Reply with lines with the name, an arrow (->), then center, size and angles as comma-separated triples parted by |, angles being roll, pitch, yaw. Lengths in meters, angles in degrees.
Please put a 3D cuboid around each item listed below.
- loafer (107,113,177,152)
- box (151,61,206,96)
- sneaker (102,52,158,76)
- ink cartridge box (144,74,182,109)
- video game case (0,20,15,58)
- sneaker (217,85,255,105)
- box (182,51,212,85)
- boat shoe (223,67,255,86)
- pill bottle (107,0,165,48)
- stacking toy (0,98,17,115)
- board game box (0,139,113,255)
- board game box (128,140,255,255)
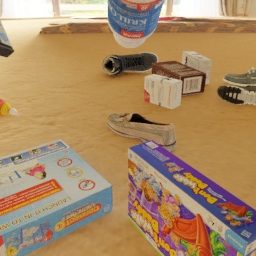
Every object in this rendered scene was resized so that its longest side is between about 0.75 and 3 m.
loafer -> 0.326, -0.098, 7.231 | 2.221, 0.698, 0.799 | 23, 35, 39
box -> 1.889, -1.982, 10.932 | 1.129, 0.845, 2.254 | -10, 30, -19
sneaker -> 0.047, -2.843, 12.366 | 2.395, 0.911, 1.731 | -2, 14, 17
ink cartridge box -> 1.153, -1.224, 9.311 | 1.212, 0.874, 0.507 | 23, 34, 39
video game case -> -3.400, -2.492, 5.164 | 0.295, 2.091, 2.313 | -30, -11, 20
sneaker -> 3.964, -1.152, 9.536 | 1.837, 0.611, 0.831 | 10, 25, 12
box -> 2.842, -2.573, 11.855 | 0.542, 1.052, 1.803 | -6, 26, -11
boat shoe -> 5.076, -2.094, 11.239 | 2.351, 0.726, 0.856 | 6, 27, 12
pill bottle -> 0.186, -3.430, 7.936 | 1.560, 1.560, 2.780 | -2, -12, -4
stacking toy -> -3.847, -0.601, 8.598 | 0.885, 0.646, 0.646 | 22, 29, 2
board game box -> -1.665, 1.102, 4.943 | 2.065, 0.577, 2.022 | -18, 32, -32
board game box -> 0.742, 1.234, 3.758 | 0.463, 1.391, 2.069 | -16, 30, -29
